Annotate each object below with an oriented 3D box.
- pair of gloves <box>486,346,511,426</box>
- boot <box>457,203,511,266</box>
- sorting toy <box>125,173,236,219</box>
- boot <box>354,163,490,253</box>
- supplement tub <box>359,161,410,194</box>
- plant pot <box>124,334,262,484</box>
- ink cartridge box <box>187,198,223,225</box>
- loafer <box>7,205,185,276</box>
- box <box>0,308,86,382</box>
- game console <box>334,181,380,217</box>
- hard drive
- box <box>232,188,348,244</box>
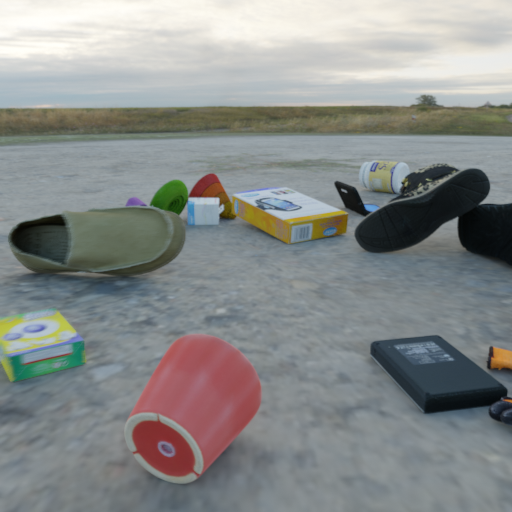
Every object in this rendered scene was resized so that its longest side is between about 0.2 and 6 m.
[{"bbox_3d":[3.042,1.317,5.265,1.632,0.226,1.831,4,13,19],"label":"pair of gloves"},{"bbox_3d":[5.541,-0.474,9.605,2.820,1.282,3.356,-7,10,-9],"label":"boot"},{"bbox_3d":[-1.523,-1.002,12.744,1.143,1.150,3.317,36,30,20],"label":"sorting toy"},{"bbox_3d":[3.104,-1.025,11.010,2.552,0.934,1.921,-31,11,14],"label":"boot"},{"bbox_3d":[3.968,-2.455,17.362,1.319,0.959,0.959,13,20,38],"label":"supplement tub"},{"bbox_3d":[-0.522,1.236,4.418,0.950,0.950,0.840,6,28,21],"label":"plant pot"},{"bbox_3d":[-1.171,-1.034,13.026,0.823,0.516,0.529,0,22,-3],"label":"ink cartridge box"},{"bbox_3d":[-2.567,-0.199,8.830,2.898,1.102,0.977,-8,-7,8],"label":"loafer"},{"bbox_3d":[-2.536,0.947,6.396,0.798,0.329,1.360,-10,16,-33],"label":"box"},{"bbox_3d":[2.751,-1.486,14.321,0.788,1.191,1.354,-31,20,-4],"label":"game console"},{"bbox_3d":[1.822,1.177,5.762,0.865,0.204,1.239,-3,16,-12],"label":"hard drive"},{"bbox_3d":[0.608,-0.980,12.422,1.544,0.538,2.593,-11,24,-30],"label":"box"}]
